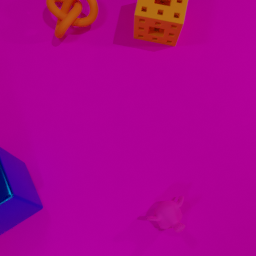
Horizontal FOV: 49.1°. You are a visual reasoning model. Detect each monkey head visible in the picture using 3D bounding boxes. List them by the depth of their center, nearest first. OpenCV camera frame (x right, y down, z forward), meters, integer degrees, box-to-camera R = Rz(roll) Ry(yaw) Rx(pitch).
[{"bbox_3d":[0.972,2.017,6.410,1.017,0.732,0.613,-28,102,-14],"label":"monkey head"}]

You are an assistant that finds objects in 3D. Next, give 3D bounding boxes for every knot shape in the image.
[{"bbox_3d":[-1.560,-3.094,7.301,1.406,0.650,1.316,-39,66,4],"label":"knot shape"}]

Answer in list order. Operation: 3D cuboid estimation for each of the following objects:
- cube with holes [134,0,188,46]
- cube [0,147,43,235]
[{"bbox_3d":[0.826,-2.950,7.075,1.149,1.149,1.149,12,81,2],"label":"cube with holes"},{"bbox_3d":[-2.917,1.403,6.037,1.350,1.350,1.350,-32,63,-5],"label":"cube"}]
